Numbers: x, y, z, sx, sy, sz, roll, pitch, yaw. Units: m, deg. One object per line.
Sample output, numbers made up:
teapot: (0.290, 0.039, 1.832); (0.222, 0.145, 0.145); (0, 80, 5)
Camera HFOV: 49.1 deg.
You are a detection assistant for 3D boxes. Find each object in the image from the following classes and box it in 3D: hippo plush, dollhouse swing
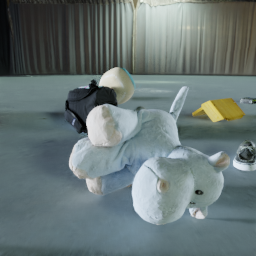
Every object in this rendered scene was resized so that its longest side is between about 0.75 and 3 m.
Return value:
hippo plush: (0.409, 0.627, 3.956); (2.095, 1.669, 1.684); (-13, 45, -36)
dollhouse swing: (3.238, -0.455, 10.232); (1.296, 1.139, 1.177); (-10, 58, -37)

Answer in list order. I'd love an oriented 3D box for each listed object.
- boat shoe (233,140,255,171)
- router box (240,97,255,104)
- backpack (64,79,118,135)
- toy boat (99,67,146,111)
boat shoe: (2.391, 0.520, 5.719); (0.430, 0.423, 1.193); (5, 14, 20)
router box: (6.063, -1.373, 14.036); (0.583, 0.241, 0.777); (12, 18, 42)
backpack: (-1.162, -0.574, 8.537); (1.188, 1.566, 1.876); (15, -1, -38)
toy boat: (-0.117, -1.025, 8.950); (0.863, 1.857, 1.561); (-37, 12, -33)
